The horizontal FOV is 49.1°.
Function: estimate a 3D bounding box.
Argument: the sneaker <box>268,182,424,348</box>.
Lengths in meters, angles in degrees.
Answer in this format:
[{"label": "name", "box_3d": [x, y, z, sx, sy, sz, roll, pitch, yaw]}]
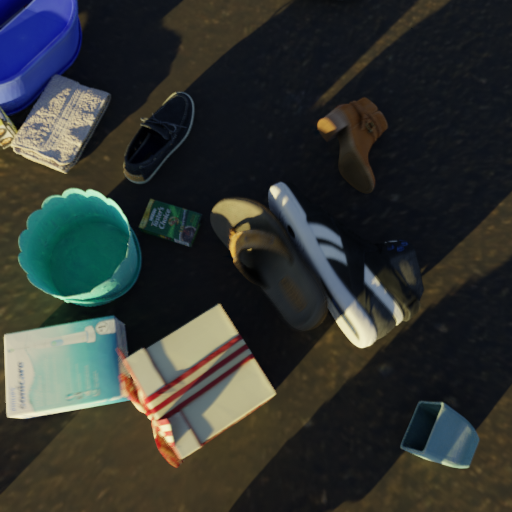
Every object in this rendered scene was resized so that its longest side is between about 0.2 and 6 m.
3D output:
[{"label": "sneaker", "box_3d": [1.803, -0.172, 10.633, 1.928, 1.259, 3.447, -28, 79, -15]}]

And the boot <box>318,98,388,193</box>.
[{"label": "boot", "box_3d": [2.220, -2.328, 11.597, 1.435, 0.709, 1.848, -33, 87, -32]}]

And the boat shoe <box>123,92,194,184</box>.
[{"label": "boat shoe", "box_3d": [-1.997, -2.528, 11.574, 0.847, 0.707, 2.271, 28, 73, 11]}]

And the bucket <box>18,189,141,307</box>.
[{"label": "bucket", "box_3d": [-3.181, -0.056, 10.422, 2.081, 1.354, 2.081, 0, 73, 0]}]

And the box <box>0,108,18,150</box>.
[{"label": "box", "box_3d": [-5.939, -2.277, 11.470, 2.002, 0.753, 0.502, -29, 74, -10]}]

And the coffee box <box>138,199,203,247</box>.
[{"label": "coffee box", "box_3d": [-1.708, -0.659, 11.195, 1.120, 0.246, 0.689, 18, 73, 6]}]

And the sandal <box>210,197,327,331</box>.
[{"label": "sandal", "box_3d": [0.086, 0.110, 10.296, 0.839, 1.256, 3.074, -10, 60, -51]}]

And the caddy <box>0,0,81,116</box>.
[{"label": "caddy", "box_3d": [-5.305, -4.595, 11.667, 2.532, 1.880, 3.582, 41, 72, -10]}]

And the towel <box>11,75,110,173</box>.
[{"label": "towel", "box_3d": [-4.114, -2.821, 11.813, 1.358, 0.353, 2.050, 21, 73, 2]}]

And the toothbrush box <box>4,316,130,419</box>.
[{"label": "toothbrush box", "box_3d": [-3.338, 2.001, 10.003, 1.993, 0.850, 1.459, -10, 72, -3]}]

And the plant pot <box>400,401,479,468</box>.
[{"label": "plant pot", "box_3d": [3.236, 3.146, 9.648, 0.941, 0.924, 0.922, 29, 74, -4]}]

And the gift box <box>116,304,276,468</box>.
[{"label": "gift box", "box_3d": [-1.058, 2.080, 9.308, 2.044, 2.189, 2.020, -32, 72, -10]}]
